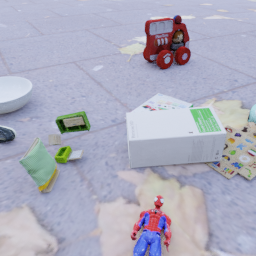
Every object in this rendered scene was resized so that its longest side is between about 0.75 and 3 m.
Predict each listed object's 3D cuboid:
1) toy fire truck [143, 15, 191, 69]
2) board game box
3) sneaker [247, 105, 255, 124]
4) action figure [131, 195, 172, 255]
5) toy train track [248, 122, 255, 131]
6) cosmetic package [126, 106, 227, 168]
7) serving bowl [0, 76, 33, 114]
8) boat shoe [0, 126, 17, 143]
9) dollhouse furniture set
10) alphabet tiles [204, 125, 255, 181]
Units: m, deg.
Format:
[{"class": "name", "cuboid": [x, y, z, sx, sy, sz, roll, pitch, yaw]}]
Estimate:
[{"class": "toy fire truck", "cuboid": [2.191, -4.739, 15.199, 2.948, 2.475, 1.653, -19, 38, -25]}, {"class": "board game box", "cuboid": [1.268, -0.559, 10.780, 1.654, 0.436, 2.162, 23, 40, 31]}, {"class": "sneaker", "cuboid": [5.628, -0.654, 10.674, 1.540, 0.856, 2.201, 22, 49, 27]}, {"class": "action figure", "cuboid": [0.482, 2.488, 6.091, 0.880, 0.696, 2.691, 6, 31, 13]}, {"class": "toy train track", "cuboid": [4.810, 0.183, 9.744, 1.764, 0.287, 1.012, -5, 40, 3]}, {"class": "cosmetic package", "cuboid": [1.382, 0.272, 8.764, 2.817, 1.195, 1.516, -4, 38, -3]}, {"class": "serving bowl", "cuboid": [-5.133, -1.251, 11.476, 2.490, 0.819, 2.490, -1, 34, 0]}, {"class": "boat shoe", "cuboid": [-4.691, 0.189, 9.512, 1.670, 0.624, 0.554, 14, 23, 5]}, {"class": "dollhouse furniture set", "cuboid": [-1.917, 0.572, 8.172, 1.012, 1.310, 2.620, -8, 33, 15]}, {"class": "alphabet tiles", "cuboid": [3.514, 0.704, 8.978, 2.410, 0.076, 2.005, -28, 42, -25]}]
